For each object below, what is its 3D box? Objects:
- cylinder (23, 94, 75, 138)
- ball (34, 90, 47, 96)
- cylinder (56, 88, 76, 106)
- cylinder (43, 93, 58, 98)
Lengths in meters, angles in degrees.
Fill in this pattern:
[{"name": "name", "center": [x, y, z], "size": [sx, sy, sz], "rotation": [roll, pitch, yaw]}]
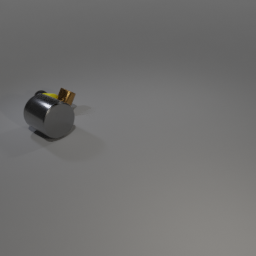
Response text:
[{"name": "cylinder", "center": [-3.010, -0.471, 10.707], "size": [1.400, 1.400, 1.400], "rotation": [22, 37, 37]}, {"name": "ball", "center": [-4.021, -1.410, 13.033], "size": [0.700, 0.700, 0.700], "rotation": [0, 31, 0]}, {"name": "cylinder", "center": [-2.732, -1.315, 12.250], "size": [0.700, 0.700, 0.700], "rotation": [22, 2, -1]}, {"name": "cylinder", "center": [-3.531, -1.193, 12.526], "size": [0.700, 0.700, 0.700], "rotation": [7, 29, 40]}]
